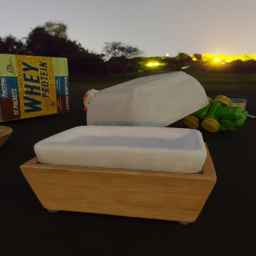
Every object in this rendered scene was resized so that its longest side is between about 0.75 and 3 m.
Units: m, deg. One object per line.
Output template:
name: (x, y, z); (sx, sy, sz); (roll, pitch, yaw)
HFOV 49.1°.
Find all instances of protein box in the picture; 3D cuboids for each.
protein box: (-4.155, -1.442, 9.897); (2.935, 1.980, 2.914); (4, 11, 32)

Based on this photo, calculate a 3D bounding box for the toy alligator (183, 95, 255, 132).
toy alligator: (2.385, -0.244, 7.011); (0.795, 0.869, 2.929); (43, -18, -32)

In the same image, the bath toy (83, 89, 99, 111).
bath toy: (-0.926, -1.049, 11.353); (2.782, 1.210, 1.028); (12, 60, 46)

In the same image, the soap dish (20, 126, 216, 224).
soap dish: (-0.009, 0.412, 3.041); (1.734, 0.704, 1.364); (2, 10, 11)

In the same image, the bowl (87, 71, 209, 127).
bowl: (0.357, -0.713, 7.078); (2.588, 0.967, 2.592); (-23, 15, -32)

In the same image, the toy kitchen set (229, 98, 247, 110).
toy kitchen set: (4.390, -1.017, 10.011); (1.721, 1.265, 2.148); (6, 11, 33)

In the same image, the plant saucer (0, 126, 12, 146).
plant saucer: (-3.117, 0.277, 4.897); (2.056, 0.364, 2.056); (0, 9, 0)
